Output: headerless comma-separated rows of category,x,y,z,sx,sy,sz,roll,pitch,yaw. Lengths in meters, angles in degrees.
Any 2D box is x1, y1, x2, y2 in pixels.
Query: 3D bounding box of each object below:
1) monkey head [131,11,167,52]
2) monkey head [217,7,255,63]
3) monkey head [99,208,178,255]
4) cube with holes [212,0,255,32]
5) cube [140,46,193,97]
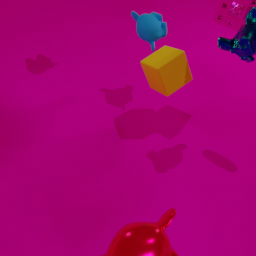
monkey head,0.639,-2.889,8.357,0.844,1.008,1.401,-25,79,-13
monkey head,2.523,-1.942,6.044,0.986,1.371,0.826,26,81,28
monkey head,0.157,1.853,4.273,1.564,1.125,0.943,-30,94,-6
cube with holes,2.797,-3.016,6.830,0.907,0.907,0.907,32,53,17
cube,1.072,-1.606,7.829,0.925,0.925,0.925,-35,35,-10
